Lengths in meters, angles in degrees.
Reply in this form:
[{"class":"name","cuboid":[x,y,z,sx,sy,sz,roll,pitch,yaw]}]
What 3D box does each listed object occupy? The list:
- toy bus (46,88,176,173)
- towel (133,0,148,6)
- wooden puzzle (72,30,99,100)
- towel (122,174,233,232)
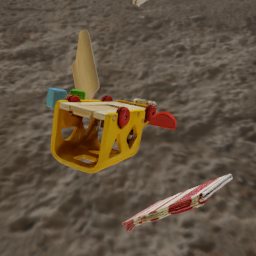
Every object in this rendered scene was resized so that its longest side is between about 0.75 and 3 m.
[{"class":"toy bus","cuboid":[-0.311,0.067,4.933,2.218,1.146,2.093,6,12,-19]},{"class":"towel","cuboid":[0.727,-5.029,9.127,0.329,1.909,1.265,30,49,12]},{"class":"wooden puzzle","cuboid":[-1.047,-1.333,7.002,0.313,1.681,1.555,-8,78,-21]},{"class":"towel","cuboid":[0.846,1.274,4.765,1.224,1.699,0.193,-12,72,-51]}]
